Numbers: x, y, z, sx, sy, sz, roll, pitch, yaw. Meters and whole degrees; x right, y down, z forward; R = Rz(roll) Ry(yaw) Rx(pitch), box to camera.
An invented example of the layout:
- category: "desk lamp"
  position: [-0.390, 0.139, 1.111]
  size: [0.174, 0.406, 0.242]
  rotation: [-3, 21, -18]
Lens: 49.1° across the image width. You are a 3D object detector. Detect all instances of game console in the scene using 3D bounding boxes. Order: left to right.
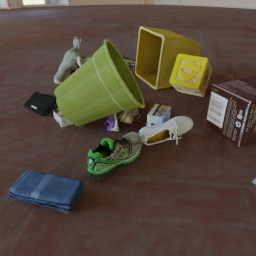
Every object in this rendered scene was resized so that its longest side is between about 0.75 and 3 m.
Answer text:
- category: "game console"
  position: [-3.694, -1.051, 12.759]
  size: [1.549, 0.902, 1.362]
  rotation: [23, 68, 35]

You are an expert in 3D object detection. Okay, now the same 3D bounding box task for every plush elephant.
- category: "plush elephant"
  position: [-2.321, -3.152, 14.630]
  size: [2.007, 2.592, 2.135]
  rotation: [41, 40, 24]

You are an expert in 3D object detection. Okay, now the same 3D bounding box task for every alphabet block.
- category: "alphabet block"
  position: [3.013, -2.482, 13.301]
  size: [1.486, 1.494, 1.522]
  rotation: [15, -2, 26]

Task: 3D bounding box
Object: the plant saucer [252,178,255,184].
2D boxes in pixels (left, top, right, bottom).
- category: "plant saucer"
  position: [4.586, 1.804, 7.899]
  size: [0.677, 0.184, 1.936]
  rotation: [-25, 40, -35]

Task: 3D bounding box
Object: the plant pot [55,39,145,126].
- category: "plant pot"
  position: [-1.213, -1.429, 10.776]
  size: [2.722, 2.866, 2.866]
  rotation: [-28, 27, 15]

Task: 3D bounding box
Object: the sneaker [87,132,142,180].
- category: "sneaker"
  position: [-0.341, 0.692, 8.959]
  size: [0.920, 1.005, 2.358]
  rotation: [20, 35, 30]

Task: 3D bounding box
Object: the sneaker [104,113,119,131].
- category: "sneaker"
  position: [-0.682, -0.308, 11.171]
  size: [0.542, 0.524, 1.299]
  rotation: [-9, 31, -2]

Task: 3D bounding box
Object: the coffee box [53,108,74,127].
- category: "coffee box"
  position: [-2.642, -0.475, 11.525]
  size: [0.576, 0.401, 1.007]
  rotation: [-18, 35, -27]

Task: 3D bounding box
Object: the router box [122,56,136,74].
- category: "router box"
  position: [-0.037, -3.915, 17.292]
  size: [1.774, 0.463, 1.395]
  rotation: [19, 36, 29]

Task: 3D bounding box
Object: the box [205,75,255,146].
- category: "box"
  position: [4.440, -0.728, 10.554]
  size: [2.198, 1.824, 1.805]
  rotation: [-15, 34, -24]

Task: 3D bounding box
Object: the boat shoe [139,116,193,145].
- category: "boat shoe"
  position: [1.506, 0.185, 10.035]
  size: [2.135, 0.789, 0.910]
  rotation: [-12, 32, -15]

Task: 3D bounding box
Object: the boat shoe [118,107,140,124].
- category: "boat shoe"
  position: [0.184, -0.635, 11.732]
  size: [0.698, 0.657, 1.833]
  rotation: [32, 35, 3]

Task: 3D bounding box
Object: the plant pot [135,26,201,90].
- category: "plant pot"
  position: [2.278, -3.869, 15.240]
  size: [2.797, 2.716, 2.734]
  rotation: [-7, 31, -23]

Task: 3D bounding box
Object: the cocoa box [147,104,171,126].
- category: "cocoa box"
  position: [1.239, -0.407, 11.122]
  size: [0.678, 0.689, 1.033]
  rotation: [12, 33, 19]

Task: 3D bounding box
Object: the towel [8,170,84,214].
- category: "towel"
  position: [-2.242, 1.710, 7.774]
  size: [1.893, 0.459, 1.057]
  rotation: [7, 31, 14]
